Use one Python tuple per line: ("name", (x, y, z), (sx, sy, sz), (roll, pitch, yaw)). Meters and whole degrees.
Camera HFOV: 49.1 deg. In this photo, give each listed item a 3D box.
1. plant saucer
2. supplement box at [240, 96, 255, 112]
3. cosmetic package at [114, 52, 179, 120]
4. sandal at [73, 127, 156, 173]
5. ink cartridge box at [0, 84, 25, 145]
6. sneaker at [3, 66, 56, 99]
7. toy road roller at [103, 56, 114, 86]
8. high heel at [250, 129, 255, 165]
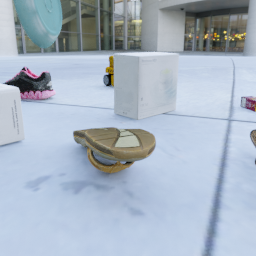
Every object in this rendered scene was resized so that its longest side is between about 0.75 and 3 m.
("plant saucer", (-2.350, -3.405, 7.719), (0.417, 2.318, 2.318), (-4, 16, 12))
("supplement box", (4.140, -0.801, 9.189), (0.458, 0.355, 0.830), (-4, 18, -13))
("cosmetic package", (0.569, -1.354, 8.518), (1.798, 1.804, 1.109), (-16, 23, -41))
("sandal", (-0.343, 0.384, 4.938), (1.106, 0.743, 2.753), (-3, 2, -22))
("ink cartridge box", (-4.007, -0.198, 5.748), (2.901, 1.219, 2.117), (-16, 24, -42))
("sneaker", (-4.113, -1.762, 10.862), (2.593, 1.237, 1.025), (0, 19, 4))
("toy road roller", (-0.305, -2.769, 13.666), (1.236, 1.468, 2.011), (-14, 22, -37))
("high heel", (2.170, 0.355, 4.460), (2.301, 0.822, 1.640), (8, 16, -36))
